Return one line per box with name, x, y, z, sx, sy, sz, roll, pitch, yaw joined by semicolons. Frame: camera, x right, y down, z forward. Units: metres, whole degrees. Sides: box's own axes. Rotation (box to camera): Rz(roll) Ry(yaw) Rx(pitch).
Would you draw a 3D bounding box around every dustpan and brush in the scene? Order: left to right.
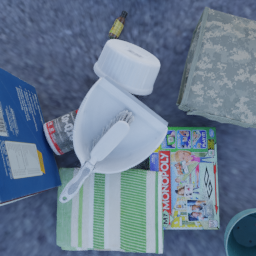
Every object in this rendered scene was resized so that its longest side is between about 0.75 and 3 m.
dustpan and brush;-0.678;0.574;6.550;2.067;0.848;2.962;36;109;-15

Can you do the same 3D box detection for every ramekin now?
ramekin;0.020;-1.556;6.982;1.608;1.608;0.784;27;118;4

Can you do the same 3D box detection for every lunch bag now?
lunch bag;2.512;-1.331;7.076;2.135;1.530;2.603;15;78;2

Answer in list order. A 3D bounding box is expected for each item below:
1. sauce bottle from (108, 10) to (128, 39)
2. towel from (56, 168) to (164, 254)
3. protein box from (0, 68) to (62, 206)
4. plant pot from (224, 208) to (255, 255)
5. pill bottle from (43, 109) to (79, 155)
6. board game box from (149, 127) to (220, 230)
sauce bottle;-0.266;-2.905;7.925;0.285;0.285;0.881;25;81;3
towel;-0.475;2.040;7.037;2.696;0.315;2.057;-1;81;10
protein box;-3.131;0.319;6.062;1.918;2.843;2.822;-18;82;4
plant pot;3.037;2.648;6.672;1.649;1.111;1.649;0;89;5
pill bottle;-1.251;-0.017;7.206;1.587;0.904;0.904;-25;83;-4
board game box;1.421;1.270;7.287;1.742;0.377;2.589;0;82;-1
